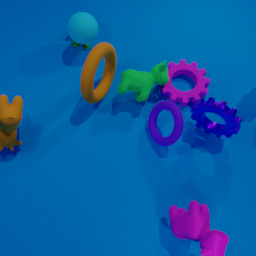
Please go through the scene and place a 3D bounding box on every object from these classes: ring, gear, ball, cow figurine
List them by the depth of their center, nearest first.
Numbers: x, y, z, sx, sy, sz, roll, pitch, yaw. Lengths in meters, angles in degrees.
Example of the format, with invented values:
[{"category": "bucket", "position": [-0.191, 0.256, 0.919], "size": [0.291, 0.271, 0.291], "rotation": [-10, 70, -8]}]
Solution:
[{"category": "cow figurine", "position": [1.643, 2.529, 6.732], "size": [0.803, 1.464, 1.440], "rotation": [27, 51, -36]}, {"category": "cow figurine", "position": [-3.373, -0.093, 7.895], "size": [0.846, 1.542, 1.517], "rotation": [2, 87, -28]}, {"category": "gear", "position": [2.544, -0.280, 8.175], "size": [1.442, 1.442, 0.267], "rotation": [30, 64, 13]}, {"category": "ring", "position": [1.093, -0.134, 8.288], "size": [0.270, 1.349, 1.349], "rotation": [0, 59, -39]}, {"category": "ring", "position": [-0.875, -1.665, 8.599], "size": [0.381, 1.903, 1.903], "rotation": [20, 67, 14]}, {"category": "cow figurine", "position": [0.512, -1.568, 8.774], "size": [1.489, 0.817, 1.465], "rotation": [21, 88, -13]}, {"category": "gear", "position": [1.859, -1.513, 9.376], "size": [1.655, 0.306, 1.655], "rotation": [-1, 65, 2]}, {"category": "ball", "position": [-1.516, -3.350, 9.426], "size": [1.023, 1.023, 1.023], "rotation": [0, 65, 0]}, {"category": "cow figurine", "position": [-1.763, -3.392, 10.187], "size": [0.952, 0.523, 0.937], "rotation": [9, 69, 1]}]
